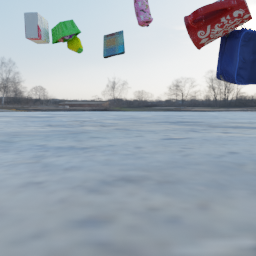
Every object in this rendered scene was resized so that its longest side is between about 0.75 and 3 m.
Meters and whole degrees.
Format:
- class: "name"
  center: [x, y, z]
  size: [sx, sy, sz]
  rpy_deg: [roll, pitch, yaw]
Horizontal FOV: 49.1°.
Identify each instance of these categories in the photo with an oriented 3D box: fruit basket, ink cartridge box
- class: "fruit basket"
  center: [-1.621, -2.407, 7.640]
  size: [0.677, 0.938, 0.938]
  rpy_deg: [-26, 18, -32]
- class: "ink cartridge box"
  center: [-2.363, -2.574, 7.305]
  size: [0.366, 0.637, 0.877]
  rpy_deg: [-2, 7, 2]

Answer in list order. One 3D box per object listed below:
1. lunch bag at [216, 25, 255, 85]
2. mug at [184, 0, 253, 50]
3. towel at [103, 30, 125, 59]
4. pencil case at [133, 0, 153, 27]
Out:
- class: "lunch bag"
  center: [3.570, -2.305, 8.856]
  size: [1.258, 1.852, 1.225]
  rpy_deg: [-1, 16, -19]
- class: "mug"
  center: [2.615, -3.139, 8.166]
  size: [1.704, 1.137, 1.513]
  rpy_deg: [-21, 15, 30]
- class: "towel"
  center: [-0.452, -2.630, 8.770]
  size: [0.716, 0.976, 0.106]
  rpy_deg: [-10, -29, 14]
- class: "pencil case"
  center: [0.342, -2.806, 6.567]
  size: [0.363, 0.839, 0.347]
  rpy_deg: [-2, -13, -41]
